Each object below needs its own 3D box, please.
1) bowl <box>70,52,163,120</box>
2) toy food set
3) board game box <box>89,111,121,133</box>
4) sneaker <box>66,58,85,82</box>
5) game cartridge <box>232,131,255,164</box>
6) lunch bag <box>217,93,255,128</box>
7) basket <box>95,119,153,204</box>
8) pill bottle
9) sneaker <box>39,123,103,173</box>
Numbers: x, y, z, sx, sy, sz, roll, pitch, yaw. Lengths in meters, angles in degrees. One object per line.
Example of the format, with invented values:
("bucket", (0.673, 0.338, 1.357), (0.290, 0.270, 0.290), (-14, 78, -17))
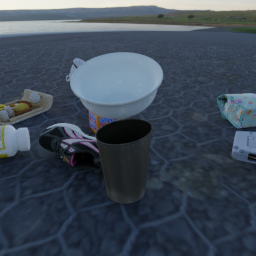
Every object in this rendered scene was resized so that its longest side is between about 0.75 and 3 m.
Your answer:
("bowl", (-0.254, -0.961, 7.364), (2.332, 1.048, 2.332), (-3, 43, 3))
("toy food set", (-5.132, -1.074, 12.494), (2.096, 0.882, 2.921), (16, 29, 31))
("board game box", (-0.904, -0.358, 10.859), (0.945, 0.944, 0.944), (-12, 28, -24))
("sneaker", (-2.207, -2.676, 15.980), (2.636, 1.515, 0.990), (32, 21, -14))
("game cartridge", (4.778, 0.713, 9.137), (2.532, 0.512, 1.688), (11, 30, 21))
("lunch bag", (4.876, -0.875, 11.775), (1.614, 1.156, 1.895), (-8, 31, -14))
("basket", (-0.073, 0.881, 7.095), (1.232, 1.811, 1.633), (14, 27, 32))
("pill bottle", (-4.175, 0.448, 9.015), (1.848, 1.028, 1.028), (-5, 25, -12))
("sneaker", (-1.658, 0.640, 8.551), (2.747, 1.103, 1.186), (9, 27, 21))
